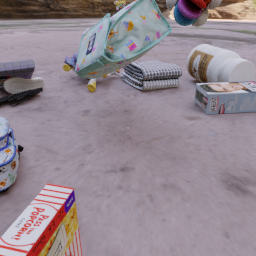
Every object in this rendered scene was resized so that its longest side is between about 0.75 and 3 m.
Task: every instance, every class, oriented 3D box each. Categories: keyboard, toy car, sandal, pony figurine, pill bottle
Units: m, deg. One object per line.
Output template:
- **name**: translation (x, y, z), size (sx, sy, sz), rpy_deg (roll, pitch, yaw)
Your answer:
- **keyboard**: translation (-4.015, -0.977, 9.891), size (2.134, 0.423, 1.111), rpy_deg (-26, 13, -40)
- **toy car**: translation (1.863, -3.606, 8.059), size (1.348, 1.540, 1.155), rpy_deg (32, 48, -8)
- **sandal**: translation (-4.024, -1.656, 10.817), size (0.409, 0.677, 1.664), rpy_deg (27, 25, 36)
- **pony figurine**: translation (-1.595, -2.745, 11.992), size (2.515, 2.170, 2.606), rpy_deg (38, 30, 4)
- **pill bottle**: translation (3.666, -2.386, 11.265), size (1.546, 1.546, 2.704), rpy_deg (-9, 27, -18)

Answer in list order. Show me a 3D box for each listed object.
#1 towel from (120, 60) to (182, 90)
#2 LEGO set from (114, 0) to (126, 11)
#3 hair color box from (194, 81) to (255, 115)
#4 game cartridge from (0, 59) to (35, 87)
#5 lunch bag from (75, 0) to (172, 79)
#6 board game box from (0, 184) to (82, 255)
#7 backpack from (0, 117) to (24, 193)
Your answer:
- **towel**: translation (0.935, -2.353, 11.868), size (1.858, 0.960, 2.244), rpy_deg (-11, 28, -23)
- **LEGO set**: translation (-0.193, -3.605, 8.339), size (0.348, 0.282, 0.757), rpy_deg (-18, 12, 6)
- **hair color box**: translation (3.594, -1.053, 9.440), size (2.373, 0.720, 1.175), rpy_deg (-4, 26, -6)
- **game cartridge**: translation (-4.465, -2.000, 10.677), size (1.574, 0.466, 2.429), rpy_deg (-18, 2, -24)
- **lunch bag**: translation (-0.309, -2.177, 7.180), size (2.189, 1.335, 1.865), rpy_deg (-45, 20, -25)
- **board game box**: translation (-0.902, 1.593, 2.955), size (0.365, 1.577, 1.195), rpy_deg (6, 27, 14)
- **backpack**: translation (-2.935, 0.558, 5.550), size (1.732, 1.334, 1.650), rpy_deg (-10, 36, -23)
